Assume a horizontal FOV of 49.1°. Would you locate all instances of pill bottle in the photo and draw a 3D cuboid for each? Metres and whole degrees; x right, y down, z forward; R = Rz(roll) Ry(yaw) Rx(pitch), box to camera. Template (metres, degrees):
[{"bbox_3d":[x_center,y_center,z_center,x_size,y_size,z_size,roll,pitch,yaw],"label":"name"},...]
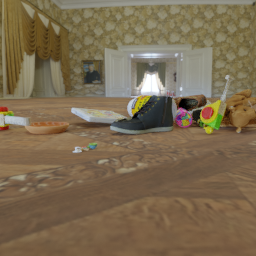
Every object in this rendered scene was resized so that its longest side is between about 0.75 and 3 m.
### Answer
[{"bbox_3d":[0.997,-0.829,12.748,1.317,1.317,2.410,-5,9,-32],"label":"pill bottle"}]

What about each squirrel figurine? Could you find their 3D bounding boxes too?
[{"bbox_3d":[4.196,-0.470,11.184,2.155,1.525,2.011,-12,13,26],"label":"squirrel figurine"}]

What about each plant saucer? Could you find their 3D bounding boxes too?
[{"bbox_3d":[-3.080,-0.013,10.716,1.626,0.304,1.626,1,8,0],"label":"plant saucer"}]

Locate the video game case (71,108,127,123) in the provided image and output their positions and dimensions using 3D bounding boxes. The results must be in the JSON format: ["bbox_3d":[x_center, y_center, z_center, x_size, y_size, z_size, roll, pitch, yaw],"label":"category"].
[{"bbox_3d":[-1.206,-0.560,12.882,2.213,0.253,2.014,4,13,-34],"label":"video game case"}]

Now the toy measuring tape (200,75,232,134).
[{"bbox_3d":[3.167,-0.864,10.245,0.815,2.215,0.815,17,-5,2],"label":"toy measuring tape"}]

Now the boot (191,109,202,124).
[{"bbox_3d":[3.228,-0.442,12.804,1.839,0.712,1.272,10,-4,-35],"label":"boot"}]

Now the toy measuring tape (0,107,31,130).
[{"bbox_3d":[-4.597,-0.363,10.984,2.740,1.008,1.008,4,9,26],"label":"toy measuring tape"}]

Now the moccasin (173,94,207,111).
[{"bbox_3d":[2.627,-1.076,13.563,0.907,0.859,2.349,-15,9,-41],"label":"moccasin"}]

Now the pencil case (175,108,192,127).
[{"bbox_3d":[2.429,-0.476,12.475,0.757,0.757,1.713,1,9,4],"label":"pencil case"}]

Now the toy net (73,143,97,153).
[{"bbox_3d":[-1.202,0.521,7.566,0.401,0.147,0.764,7,11,41],"label":"toy net"}]

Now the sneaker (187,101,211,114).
[{"bbox_3d":[3.933,-0.960,14.213,1.010,0.979,2.765,14,-3,-41],"label":"sneaker"}]

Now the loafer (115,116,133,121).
[{"bbox_3d":[0.099,-0.211,11.518,1.365,0.519,0.460,-10,8,2],"label":"loafer"}]

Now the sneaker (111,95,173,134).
[{"bbox_3d":[0.536,-0.544,10.541,2.618,1.390,0.979,-5,9,-28],"label":"sneaker"}]

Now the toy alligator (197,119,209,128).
[{"bbox_3d":[3.289,-0.155,11.874,1.199,0.288,0.398,5,28,-49],"label":"toy alligator"}]
